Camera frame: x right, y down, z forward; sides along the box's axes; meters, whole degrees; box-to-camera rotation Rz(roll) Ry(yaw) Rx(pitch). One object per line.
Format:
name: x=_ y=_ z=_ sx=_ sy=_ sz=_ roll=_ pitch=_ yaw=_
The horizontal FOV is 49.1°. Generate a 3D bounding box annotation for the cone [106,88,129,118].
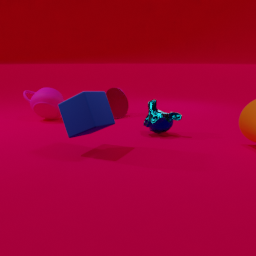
cone: x=-0.783 y=-0.838 z=10.678 sx=1.150 sy=1.150 sz=1.154 roll=-13 pitch=1 yaw=-42

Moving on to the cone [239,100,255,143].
cone: x=3.273 y=0.109 z=6.319 sx=1.287 sy=1.287 sz=1.291 roll=3 pitch=27 yaw=12

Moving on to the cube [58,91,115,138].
cube: x=-0.941 y=-0.318 z=6.464 sx=0.829 sy=0.829 sz=0.829 roll=-21 pitch=-4 yaw=30

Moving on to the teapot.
teapot: x=-2.719 y=-0.911 z=9.852 sx=1.904 sy=1.184 sz=0.932 roll=16 pitch=53 yaw=-16

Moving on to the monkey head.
monkey head: x=0.886 y=-0.317 z=8.049 sx=0.768 sy=0.917 sz=1.275 roll=14 pitch=-24 yaw=-38
